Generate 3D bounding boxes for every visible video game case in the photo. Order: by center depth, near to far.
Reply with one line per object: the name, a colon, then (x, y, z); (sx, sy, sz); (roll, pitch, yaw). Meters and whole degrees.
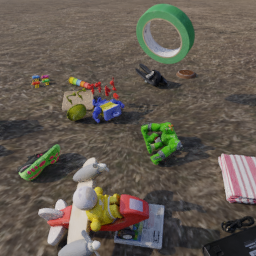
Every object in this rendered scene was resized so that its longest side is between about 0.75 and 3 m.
video game case: (0.328, 2.464, 7.253); (1.158, 0.140, 1.270); (5, 34, 8)

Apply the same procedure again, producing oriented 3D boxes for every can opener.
can opener: (1.054, -2.843, 15.038); (0.809, 1.003, 2.552); (-48, 40, 1)

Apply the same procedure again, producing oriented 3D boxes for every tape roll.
tape roll: (1.479, -3.730, 11.289); (2.359, 2.359, 0.567); (19, 56, 27)

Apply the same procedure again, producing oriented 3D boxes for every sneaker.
sneaker: (-2.855, 0.985, 9.080); (0.699, 0.640, 1.669); (22, 38, 24)

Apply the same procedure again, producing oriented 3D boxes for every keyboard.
keyboard: (2.956, 2.766, 6.664); (2.441, 0.313, 1.466); (-11, 41, -18)

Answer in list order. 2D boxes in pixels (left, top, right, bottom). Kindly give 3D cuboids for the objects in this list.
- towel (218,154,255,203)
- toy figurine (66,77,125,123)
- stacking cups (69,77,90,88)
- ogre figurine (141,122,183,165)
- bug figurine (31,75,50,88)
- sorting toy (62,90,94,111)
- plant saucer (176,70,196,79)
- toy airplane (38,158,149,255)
towel: (4.164, 1.597, 8.432); (2.615, 0.391, 1.913); (6, 34, 5)
toy figurine: (-1.032, -0.903, 11.437); (2.590, 1.366, 1.552); (-27, 47, -33)
stacking cups: (-2.477, -2.345, 14.446); (1.219, 0.369, 0.369); (18, 37, 25)
ogre figurine: (1.161, 0.377, 9.841); (1.149, 0.941, 1.917); (-20, 19, 2)
bug figurine: (-4.637, -2.546, 14.800); (0.959, 0.318, 1.237); (-9, 34, -14)
sorting toy: (-2.275, -1.228, 12.867); (1.372, 0.270, 1.482); (-4, 38, -5)
plant saucer: (3.258, -3.046, 15.701); (1.084, 0.187, 1.084); (-1, 33, 0)
toy airplane: (-1.004, 1.913, 6.559); (2.342, 1.660, 2.352); (-38, 51, -23)
